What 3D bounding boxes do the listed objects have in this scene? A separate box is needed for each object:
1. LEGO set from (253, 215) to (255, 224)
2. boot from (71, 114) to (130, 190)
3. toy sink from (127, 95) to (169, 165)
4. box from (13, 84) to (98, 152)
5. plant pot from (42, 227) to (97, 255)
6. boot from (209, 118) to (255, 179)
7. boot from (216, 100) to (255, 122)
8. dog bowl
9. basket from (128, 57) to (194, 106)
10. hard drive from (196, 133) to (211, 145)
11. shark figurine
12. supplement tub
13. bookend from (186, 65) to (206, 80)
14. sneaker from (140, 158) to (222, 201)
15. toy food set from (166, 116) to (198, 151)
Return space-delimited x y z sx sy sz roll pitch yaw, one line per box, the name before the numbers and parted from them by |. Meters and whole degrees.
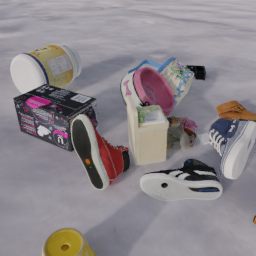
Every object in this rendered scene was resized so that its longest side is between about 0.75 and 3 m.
LEGO set | 4.374 2.133 6.627 2.562 0.629 1.914 12 31 19
boot | -0.675 0.465 7.933 0.762 2.105 1.519 -9 15 41
toy sink | 0.608 -0.008 8.707 1.069 1.908 1.244 -8 33 -7
box | -2.472 -0.432 9.878 2.466 1.415 1.629 19 35 25
plant pot | -1.155 2.593 5.371 1.208 1.136 1.208 1 33 0
boot | 3.033 0.539 8.710 1.318 1.062 2.918 12 27 31
boot | 4.444 -0.468 10.554 1.984 0.761 1.540 -15 40 2
dog bowl | 0.826 -1.249 10.379 2.268 0.836 2.268 25 48 -32
basket | 1.477 -2.227 12.354 2.538 1.765 2.238 22 38 15
hard drive | 2.858 0.351 9.843 0.804 0.106 0.530 -11 32 -18
shark figurine | 1.565 0.061 9.518 1.030 0.719 1.724 -30 40 -33
supplement tub | -3.653 -2.701 12.869 2.013 2.013 2.789 18 36 26
bookend | 3.528 -2.906 14.669 0.978 0.451 0.972 5 33 8
sneaker | 1.381 1.353 7.756 2.170 0.793 1.214 7 29 -4
toy food set | 1.858 0.057 10.094 1.385 0.343 2.178 0 32 0
